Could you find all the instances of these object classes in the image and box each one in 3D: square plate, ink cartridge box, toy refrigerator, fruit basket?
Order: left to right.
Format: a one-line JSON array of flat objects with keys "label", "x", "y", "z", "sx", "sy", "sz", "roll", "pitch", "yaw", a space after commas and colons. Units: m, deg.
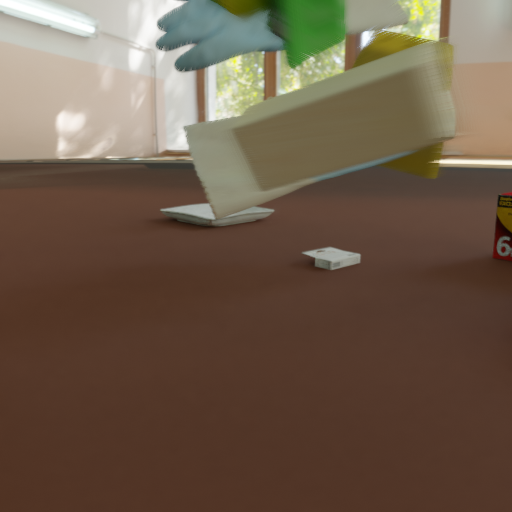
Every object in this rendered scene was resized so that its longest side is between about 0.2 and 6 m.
[{"label": "square plate", "x": -0.965, "y": -1.026, "z": 13.814, "sx": 2.062, "sy": 0.293, "sz": 2.043, "roll": -12, "pitch": 17, "yaw": -43}, {"label": "fruit basket", "x": 0.127, "y": -2.681, "z": 5.602, "sx": 1.465, "sy": 1.465, "sz": 1.057, "roll": -2, "pitch": 51, "yaw": -8}, {"label": "ink cartridge box", "x": 1.241, "y": 0.039, "z": 9.324, "sx": 0.757, "sy": 0.169, "sz": 0.667, "roll": -11, "pitch": 18, "yaw": -41}, {"label": "toy refrigerator", "x": 0.826, "y": -1.307, "z": 5.383, "sx": 1.956, "sy": 0.743, "sz": 0.684, "roll": -13, "pitch": 30, "yaw": 27}, {"label": "ink cartridge box", "x": 4.887, "y": -0.602, "z": 9.123, "sx": 0.722, "sy": 1.511, "sz": 1.721, "roll": -12, "pitch": 16, "yaw": -42}]

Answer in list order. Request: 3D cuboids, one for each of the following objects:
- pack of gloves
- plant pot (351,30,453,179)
[{"label": "pack of gloves", "x": 0.703, "y": -2.635, "z": 7.670, "sx": 3.817, "sy": 3.207, "sz": 0.753, "roll": -20, "pitch": 0, "yaw": -14}, {"label": "plant pot", "x": 2.417, "y": -2.736, "z": 9.612, "sx": 2.015, "sy": 1.777, "sz": 2.015, "roll": 17, "pitch": 36, "yaw": 10}]
